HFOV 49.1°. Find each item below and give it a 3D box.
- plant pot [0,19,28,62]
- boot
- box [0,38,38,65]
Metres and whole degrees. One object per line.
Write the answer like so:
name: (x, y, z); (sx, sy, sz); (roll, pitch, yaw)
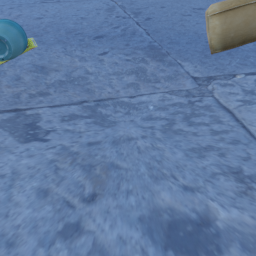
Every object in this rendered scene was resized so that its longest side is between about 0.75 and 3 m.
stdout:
plant pot: (-3.297, -2.256, 7.418); (1.047, 1.047, 0.984); (-3, 31, -5)
boot: (3.170, -3.055, 6.450); (2.722, 0.900, 2.383); (-8, 60, 25)
box: (-3.450, -2.342, 8.573); (1.278, 0.320, 0.481); (-25, 19, 7)
